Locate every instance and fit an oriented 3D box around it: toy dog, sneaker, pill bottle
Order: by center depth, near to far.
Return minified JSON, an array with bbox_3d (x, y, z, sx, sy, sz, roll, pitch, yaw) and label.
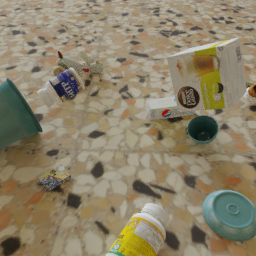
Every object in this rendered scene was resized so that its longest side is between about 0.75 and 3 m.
[{"bbox_3d":[0.340,3.078,7.656,1.120,1.120,1.986,24,49,23],"label":"pill bottle"},{"bbox_3d":[-2.232,-1.301,9.292,1.401,0.839,0.839,-34,51,-9],"label":"pill bottle"},{"bbox_3d":[6.697,-1.507,12.244,2.834,1.200,1.032,-1,79,8],"label":"sneaker"},{"bbox_3d":[-2.641,-3.417,14.378,2.575,1.240,1.698,-16,46,-16],"label":"toy dog"}]

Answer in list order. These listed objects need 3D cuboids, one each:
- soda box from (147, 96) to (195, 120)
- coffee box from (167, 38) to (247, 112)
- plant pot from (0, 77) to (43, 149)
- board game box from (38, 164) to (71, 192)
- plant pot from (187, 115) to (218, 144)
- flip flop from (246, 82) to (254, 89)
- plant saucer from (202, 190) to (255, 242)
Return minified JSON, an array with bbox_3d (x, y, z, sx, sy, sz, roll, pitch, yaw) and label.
[{"bbox_3d":[1.886,-0.908,12.179,2.046,0.651,0.697,-7,44,-8],"label":"soda box"},{"bbox_3d":[2.696,-1.772,9.425,1.903,1.921,1.924,-3,20,36],"label":"coffee box"},{"bbox_3d":[-4.890,-0.273,10.445,2.379,2.430,2.430,-33,52,-20],"label":"plant pot"},{"bbox_3d":[-2.554,1.734,9.758,0.940,0.163,0.637,-29,51,-27],"label":"board game box"},{"bbox_3d":[2.923,0.183,10.846,1.141,0.768,1.141,-9,58,15],"label":"plant pot"},{"bbox_3d":[6.532,-1.880,13.220,2.145,0.618,0.870,17,46,17],"label":"flip flop"},{"bbox_3d":[3.248,2.606,8.738,1.774,0.319,1.774,0,43,0],"label":"plant saucer"}]
